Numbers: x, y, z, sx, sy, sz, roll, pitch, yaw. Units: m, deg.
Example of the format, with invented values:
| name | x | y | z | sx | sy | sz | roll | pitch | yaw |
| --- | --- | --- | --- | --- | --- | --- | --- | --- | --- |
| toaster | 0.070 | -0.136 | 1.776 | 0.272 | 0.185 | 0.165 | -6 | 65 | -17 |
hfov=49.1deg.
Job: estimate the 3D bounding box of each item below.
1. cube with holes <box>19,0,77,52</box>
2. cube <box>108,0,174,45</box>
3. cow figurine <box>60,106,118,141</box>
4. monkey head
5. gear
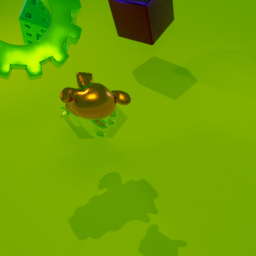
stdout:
| name | x | y | z | sx | sy | sz | roll | pitch | yaw |
| --- | --- | --- | --- | --- | --- | --- | --- | --- | --- |
| cube with holes | -1.944 | -2.697 | 7.036 | 1.115 | 1.115 | 1.115 | 16 | 75 | -11 |
| cube | 0.449 | -3.646 | 8.614 | 1.391 | 1.391 | 1.391 | 24 | 64 | 28 |
| cow figurine | -0.814 | -0.292 | 5.574 | 1.196 | 1.215 | 0.667 | 37 | 71 | 4 |
| monkey head | -0.550 | -0.520 | 4.223 | 1.124 | 0.678 | 0.809 | -1 | 82 | -31 |
| gear | -1.771 | -1.802 | 4.469 | 2.013 | 2.013 | 0.372 | -21 | 8 | -19 |
